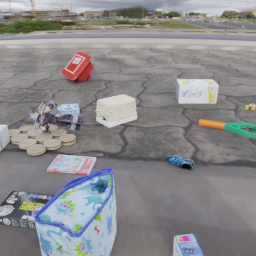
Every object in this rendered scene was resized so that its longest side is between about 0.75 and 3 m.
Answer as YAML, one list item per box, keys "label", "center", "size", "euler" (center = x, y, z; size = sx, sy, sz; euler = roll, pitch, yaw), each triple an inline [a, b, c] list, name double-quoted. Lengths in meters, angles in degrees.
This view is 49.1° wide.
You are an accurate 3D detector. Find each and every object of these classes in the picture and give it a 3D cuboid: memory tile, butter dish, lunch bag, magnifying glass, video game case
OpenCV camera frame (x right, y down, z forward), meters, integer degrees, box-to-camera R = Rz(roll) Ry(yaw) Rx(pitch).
- label: "memory tile"
  center: [-3.369, 0.334, 10.689]
  size: [2.526, 0.212, 1.936]
  euler: [21, 32, 40]
- label: "butter dish"
  center: [-3.083, -3.843, 18.666]
  size: [2.010, 1.490, 2.016]
  euler: [-53, 44, -3]
- label: "lunch bag"
  center: [-0.794, 1.896, 5.492]
  size: [1.208, 1.611, 1.895]
  euler: [12, 28, 24]
- label: "magnifying glass"
  center: [4.222, -0.021, 11.465]
  size: [2.589, 0.290, 1.030]
  euler: [12, 27, 20]
- label: "video game case"
  center: [-1.764, 1.165, 8.946]
  size: [1.319, 0.115, 0.943]
  euler: [3, 24, 8]

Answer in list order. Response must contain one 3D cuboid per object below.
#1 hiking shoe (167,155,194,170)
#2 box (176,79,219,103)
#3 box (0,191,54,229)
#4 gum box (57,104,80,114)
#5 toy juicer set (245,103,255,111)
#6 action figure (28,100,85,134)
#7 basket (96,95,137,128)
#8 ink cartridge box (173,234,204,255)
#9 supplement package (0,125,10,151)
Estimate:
- label: "hiking shoe"
  center: [1.643, 1.090, 8.854]
  size: [0.872, 0.324, 0.378]
  euler: [9, 25, 19]
- label: "box"
  center: [3.593, -1.939, 14.757]
  size: [1.983, 1.005, 1.115]
  euler: [0, 25, 1]
- label: "box"
  center: [-2.534, 1.995, 6.904]
  size: [1.205, 0.267, 0.965]
  euler: [4, 25, 10]
- label: "gum box"
  center: [-2.862, -0.911, 13.435]
  size: [1.007, 0.224, 0.856]
  euler: [-5, 25, -12]
- label: "toy juicer set"
  center: [6.217, -1.067, 13.774]
  size: [0.871, 0.237, 0.554]
  euler: [-18, 30, -36]
- label: "action figure"
  center: [-2.707, -0.319, 10.463]
  size: [2.046, 1.331, 0.710]
  euler: [9, 30, -33]
- label: "basket"
  center: [-0.499, -0.793, 12.250]
  size: [1.592, 0.982, 1.079]
  euler: [-19, 30, -34]
- label: "ink cartridge box"
  center: [1.155, 2.585, 4.995]
  size: [0.420, 0.750, 1.100]
  euler: [-5, 25, -6]
- label: "supplement package"
  center: [-4.784, 0.422, 9.876]
  size: [0.704, 0.702, 1.200]
  euler: [1, 24, 3]
